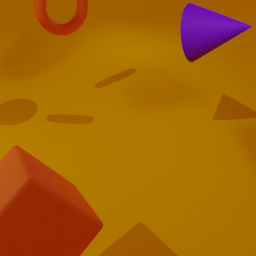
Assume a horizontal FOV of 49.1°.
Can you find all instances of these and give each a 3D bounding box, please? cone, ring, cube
[{"bbox_3d":[2.189,-2.335,6.679,1.427,1.422,1.422,5,44,32],"label":"cone"},{"bbox_3d":[-1.911,-3.542,8.141,1.671,1.671,0.334,-29,45,-24],"label":"ring"},{"bbox_3d":[-1.252,1.126,3.478,1.158,1.158,1.158,-50,32,-8],"label":"cube"}]
